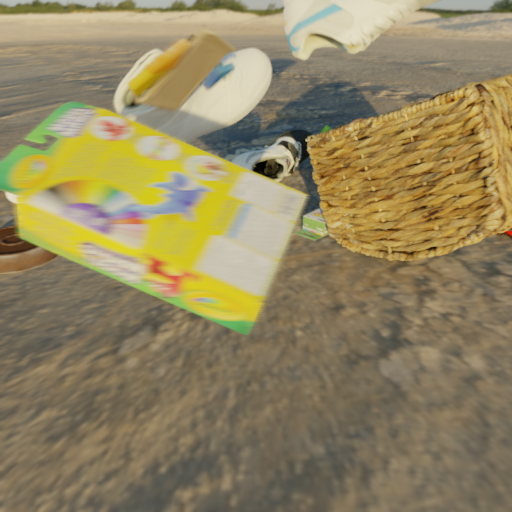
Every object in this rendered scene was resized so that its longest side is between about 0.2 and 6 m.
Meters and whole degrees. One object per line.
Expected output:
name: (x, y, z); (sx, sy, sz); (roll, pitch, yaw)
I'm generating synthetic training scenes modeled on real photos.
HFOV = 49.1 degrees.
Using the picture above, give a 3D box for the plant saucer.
plant saucer: (-4.328, -0.185, 10.059); (1.651, 0.284, 1.651); (1, 26, 0)

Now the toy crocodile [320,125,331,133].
toy crocodile: (1.984, -3.245, 15.889); (0.592, 0.542, 1.755); (42, 28, -7)

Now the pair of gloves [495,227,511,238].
pair of gloves: (5.079, -1.079, 11.777); (2.360, 0.328, 2.649); (-20, 32, -34)

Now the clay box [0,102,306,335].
clay box: (-0.960, -0.445, 5.217); (2.558, 0.609, 1.470); (23, 48, 3)

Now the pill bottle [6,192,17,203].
pill bottle: (-5.192, -1.555, 12.408); (0.588, 0.588, 1.045); (-4, 27, -8)

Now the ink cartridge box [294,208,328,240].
ink cartridge box: (1.255, -0.650, 10.943); (0.522, 0.298, 1.005); (23, 35, 38)

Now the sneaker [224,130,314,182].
sneaker: (0.599, -2.255, 13.468); (2.667, 0.988, 1.180); (-27, 36, -26)

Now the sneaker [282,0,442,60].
sneaker: (1.629, -3.553, 8.168); (2.502, 1.010, 0.957); (-4, 3, 23)

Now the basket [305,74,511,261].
basket: (3.118, -1.437, 9.648); (2.644, 2.533, 3.549); (-23, 11, -37)

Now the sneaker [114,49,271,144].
sneaker: (-0.962, -2.876, 9.403); (2.994, 1.730, 1.103); (-37, 76, -10)

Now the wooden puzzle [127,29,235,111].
wooden puzzle: (-1.002, -2.608, 7.896); (1.514, 0.262, 2.244); (-39, -1, 8)
